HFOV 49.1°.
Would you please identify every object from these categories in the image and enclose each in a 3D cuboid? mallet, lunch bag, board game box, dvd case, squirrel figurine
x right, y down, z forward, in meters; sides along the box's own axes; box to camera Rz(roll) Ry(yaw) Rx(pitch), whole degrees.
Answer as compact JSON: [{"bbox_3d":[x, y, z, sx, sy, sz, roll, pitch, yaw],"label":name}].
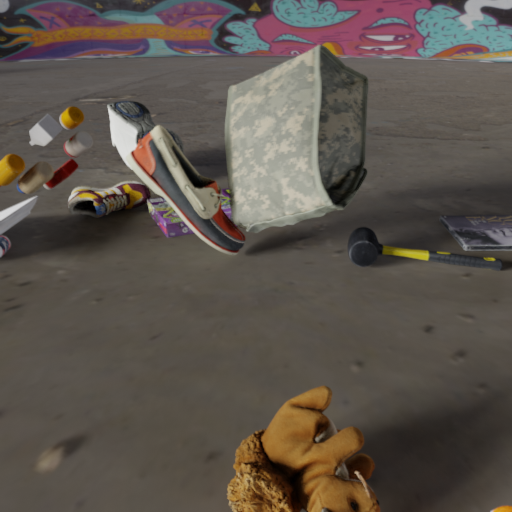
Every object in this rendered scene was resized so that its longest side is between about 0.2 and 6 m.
[{"bbox_3d":[3.084,-0.068,10.507,2.796,0.575,0.921,5,21,0],"label":"mallet"},{"bbox_3d":[0.692,-1.889,10.176,1.689,2.873,2.356,16,-17,-43],"label":"lunch bag"},{"bbox_3d":[-0.916,-1.069,12.689,2.756,0.445,1.654,-10,23,-21],"label":"board game box"},{"bbox_3d":[5.177,-0.513,11.721,2.182,0.174,1.622,0,25,-1],"label":"dvd case"},{"bbox_3d":[0.457,2.184,5.331,1.434,1.015,1.339,-18,38,-4],"label":"squirrel figurine"}]

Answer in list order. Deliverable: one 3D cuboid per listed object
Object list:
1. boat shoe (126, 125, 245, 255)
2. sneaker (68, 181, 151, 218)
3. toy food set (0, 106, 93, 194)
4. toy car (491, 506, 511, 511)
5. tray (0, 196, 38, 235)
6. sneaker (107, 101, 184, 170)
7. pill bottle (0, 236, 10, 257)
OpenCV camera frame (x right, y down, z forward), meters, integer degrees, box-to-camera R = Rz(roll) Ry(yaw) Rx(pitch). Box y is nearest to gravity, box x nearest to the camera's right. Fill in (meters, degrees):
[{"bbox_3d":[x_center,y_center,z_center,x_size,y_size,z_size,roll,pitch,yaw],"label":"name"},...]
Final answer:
[{"bbox_3d":[-1.121,-1.149,10.358,0.866,2.769,0.985,-41,15,14],"label":"boat shoe"},{"bbox_3d":[-3.325,-1.210,12.754,1.845,0.691,0.831,-8,34,-3],"label":"sneaker"},{"bbox_3d":[-3.905,-1.830,10.377,0.952,1.010,2.116,-23,31,39],"label":"toy food set"},{"bbox_3d":[3.369,2.168,4.777,3.675,1.223,1.803,-17,30,-31],"label":"toy car"},{"bbox_3d":[-5.366,-0.463,11.101,1.345,0.278,2.505,-19,21,16],"label":"tray"},{"bbox_3d":[-3.096,-2.998,15.792,1.317,1.539,3.534,-14,47,-31],"label":"sneaker"},{"bbox_3d":[-4.978,-0.132,10.714,0.341,0.341,0.570,1,26,1],"label":"pill bottle"}]
